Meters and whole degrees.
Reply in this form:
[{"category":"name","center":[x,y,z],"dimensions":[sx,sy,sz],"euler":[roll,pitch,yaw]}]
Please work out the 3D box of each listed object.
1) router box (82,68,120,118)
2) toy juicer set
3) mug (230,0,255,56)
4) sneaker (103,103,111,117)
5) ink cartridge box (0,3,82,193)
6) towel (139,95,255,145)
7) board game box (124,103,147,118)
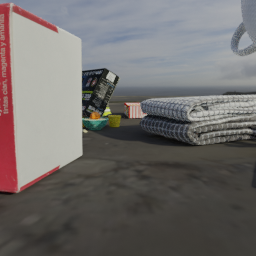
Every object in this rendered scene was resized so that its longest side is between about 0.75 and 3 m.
[{"category":"router box","center":[-1.401,-1.162,9.768],"dimensions":[0.684,1.650,2.202],"euler":[29,-11,-34]},{"category":"toy juicer set","center":[-1.039,-0.203,7.468],"dimensions":[1.095,0.469,1.722],"euler":[5,10,30]},{"category":"mug","center":[2.649,-2.017,5.311],"dimensions":[1.204,1.429,1.630],"euler":[27,-37,-23]},{"category":"sneaker","center":[-1.659,-0.977,11.272],"dimensions":[2.352,0.952,0.869],"euler":[5,9,31]},{"category":"ink cartridge box","center":[-2.127,-0.395,3.731],"dimensions":[2.576,1.863,1.872],"euler":[2,8,11]},{"category":"towel","center":[1.595,-0.226,6.137],"dimensions":[2.189,0.937,1.812],"euler":[-6,8,-26]},{"category":"board game box","center":[0.688,-0.712,11.098],"dimensions":[1.542,0.471,2.035],"euler":[-1,8,-6]}]
